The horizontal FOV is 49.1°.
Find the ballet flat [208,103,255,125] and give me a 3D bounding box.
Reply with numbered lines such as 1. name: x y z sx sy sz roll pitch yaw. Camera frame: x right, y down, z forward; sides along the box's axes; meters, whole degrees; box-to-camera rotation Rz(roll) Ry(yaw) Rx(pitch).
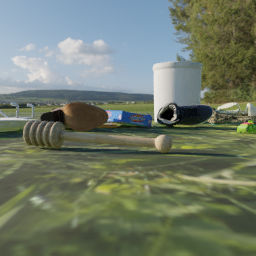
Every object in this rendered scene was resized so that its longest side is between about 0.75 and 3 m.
1. ballet flat: 4.590 -0.581 11.551 2.483 0.935 0.842 2 23 17

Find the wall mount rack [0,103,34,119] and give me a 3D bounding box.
1. wall mount rack: -6.289 -0.829 14.077 2.558 1.098 2.945 0 3 6

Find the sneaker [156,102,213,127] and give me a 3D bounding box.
1. sneaker: 2.144 -0.517 10.418 2.220 0.844 1.604 -9 -7 6

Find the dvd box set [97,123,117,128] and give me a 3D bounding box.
1. dvd box set: -0.936 -0.102 10.666 0.938 0.138 0.686 -1 4 -11

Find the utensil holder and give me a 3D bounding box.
1. utensil holder: 2.471 -1.733 14.156 2.453 2.886 2.453 1 4 0

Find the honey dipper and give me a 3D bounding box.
1. honey dipper: -0.552 0.175 4.860 2.620 0.498 0.498 4 5 15

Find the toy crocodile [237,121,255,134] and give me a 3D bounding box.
1. toy crocodile: 3.499 -0.026 8.217 0.373 0.342 1.106 3 6 40

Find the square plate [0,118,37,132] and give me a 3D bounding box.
1. square plate: -4.835 -0.092 8.758 2.758 0.396 2.784 3 5 32

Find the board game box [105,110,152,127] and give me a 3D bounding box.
1. board game box: -0.247 -0.387 11.096 1.493 0.442 1.963 8 -2 -39

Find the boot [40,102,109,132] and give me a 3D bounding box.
1. boot: -1.645 -0.382 9.607 2.570 0.903 1.879 2 2 14
